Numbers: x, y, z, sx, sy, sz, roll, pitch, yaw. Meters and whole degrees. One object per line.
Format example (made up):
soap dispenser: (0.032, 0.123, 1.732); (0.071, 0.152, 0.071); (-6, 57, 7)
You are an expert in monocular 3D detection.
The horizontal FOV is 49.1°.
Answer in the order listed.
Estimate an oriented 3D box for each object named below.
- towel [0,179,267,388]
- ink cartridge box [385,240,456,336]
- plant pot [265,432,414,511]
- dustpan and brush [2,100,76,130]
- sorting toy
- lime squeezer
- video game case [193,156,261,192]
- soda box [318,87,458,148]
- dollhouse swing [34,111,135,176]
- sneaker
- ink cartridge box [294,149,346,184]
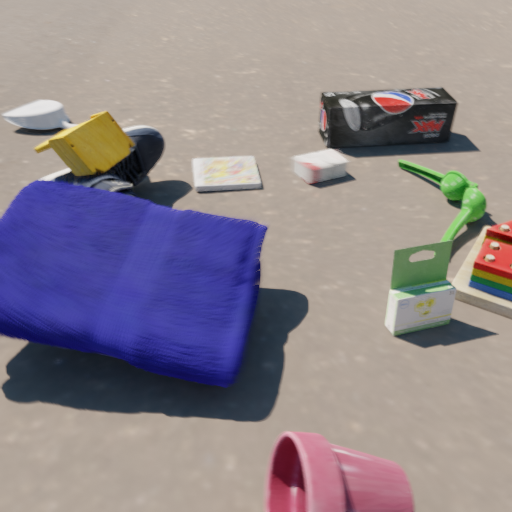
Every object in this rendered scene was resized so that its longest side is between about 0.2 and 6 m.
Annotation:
towel: (-1.818, 0.311, 7.707); (3.697, 0.916, 2.730); (13, 46, 1)
ink cartridge box: (2.302, 0.457, 7.747); (0.921, 1.266, 0.304); (-9, 34, -13)
plant pot: (0.792, 2.351, 5.315); (1.135, 1.268, 1.268); (8, 34, -15)
dustpan and brush: (-4.943, -3.324, 13.675); (1.989, 0.569, 1.388); (11, 34, 25)
sorting toy: (4.353, 0.157, 8.615); (2.073, 0.721, 2.060); (20, 41, 26)
lime squeezer: (3.606, -1.053, 10.584); (1.200, 0.641, 3.399); (-25, 33, 19)
video game case: (-0.633, -1.723, 11.656); (1.323, 0.151, 1.204); (-3, 37, -7)
soda box: (2.992, -3.211, 12.948); (2.976, 1.053, 0.942); (-4, 38, -5)
dollhouse swing: (-3.006, -1.821, 9.702); (1.030, 1.065, 1.172); (-27, 18, 40)
sneaker: (-2.318, -1.283, 10.029); (2.242, 1.180, 3.102); (18, 48, 39)
ink cartridge box: (1.332, -1.866, 11.691); (0.899, 0.373, 0.660); (-15, 38, -19)
